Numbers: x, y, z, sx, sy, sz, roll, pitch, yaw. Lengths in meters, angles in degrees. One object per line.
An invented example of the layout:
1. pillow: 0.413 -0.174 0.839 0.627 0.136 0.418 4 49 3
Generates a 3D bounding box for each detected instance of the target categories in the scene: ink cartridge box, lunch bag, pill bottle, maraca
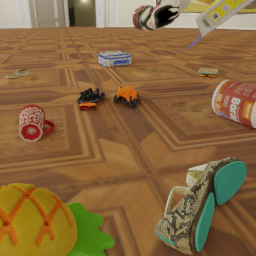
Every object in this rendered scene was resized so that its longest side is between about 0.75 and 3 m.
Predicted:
1. ink cartridge box: 2.507 -3.002 6.319 2.416 0.568 2.387 -24 18 50
2. lunch bag: -0.683 -3.852 15.562 1.755 0.663 1.406 -15 30 -29
3. pill bottle: 3.385 -0.608 7.639 1.091 1.091 1.946 -15 28 -31
4. maraca: -1.152 1.291 3.499 2.031 1.086 1.392 11 21 -30

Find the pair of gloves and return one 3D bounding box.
1. pair of gloves: -0.671 -1.040 9.680 2.146 0.265 1.912 -5 26 -5

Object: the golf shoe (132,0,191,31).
1. golf shoe: 1.229 -3.418 8.260 2.235 0.811 1.029 -39 45 -25

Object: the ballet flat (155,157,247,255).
1. ballet flat: 1.145 1.034 4.467 0.848 0.764 2.252 6 26 38

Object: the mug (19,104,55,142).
1. mug: -2.348 -0.131 7.149 0.881 0.662 0.992 -7 28 -12

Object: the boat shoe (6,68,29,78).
1. boat shoe: -5.113 -2.548 12.948 0.397 0.356 1.073 21 31 38

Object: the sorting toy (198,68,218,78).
1. sorting toy: 3.739 -2.568 13.084 0.812 0.284 0.817 9 26 21
